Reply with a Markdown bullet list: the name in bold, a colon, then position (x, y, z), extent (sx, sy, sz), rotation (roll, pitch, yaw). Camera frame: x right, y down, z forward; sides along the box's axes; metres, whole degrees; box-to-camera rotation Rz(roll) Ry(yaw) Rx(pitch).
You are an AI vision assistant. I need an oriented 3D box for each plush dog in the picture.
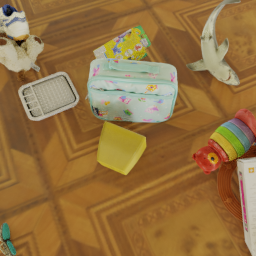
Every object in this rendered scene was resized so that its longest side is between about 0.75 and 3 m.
- **plush dog**: position (-4.033, -2.577, 9.745), extent (1.555, 1.453, 1.811), rotation (34, 38, 31)

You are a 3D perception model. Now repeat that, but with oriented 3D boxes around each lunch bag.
- **lunch bag**: position (0.076, -1.064, 8.284), extent (2.660, 2.133, 1.025), rotation (3, 62, 0)

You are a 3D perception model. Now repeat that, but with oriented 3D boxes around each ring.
- **ring**: position (3.580, 1.550, 7.636), extent (2.203, 0.211, 2.203), rotation (-2, 78, 12)

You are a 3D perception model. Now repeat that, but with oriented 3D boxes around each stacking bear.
- **stacking bear**: position (2.642, 0.475, 7.614), extent (1.833, 1.042, 1.113), rotation (-37, 91, -2)

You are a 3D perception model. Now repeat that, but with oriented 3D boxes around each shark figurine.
- **shark figurine**: position (3.079, -3.035, 9.739), extent (1.798, 3.009, 1.256), rotation (7, 17, 35)

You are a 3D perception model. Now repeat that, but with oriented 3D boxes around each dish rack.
- **dish rack**: position (-2.581, -1.010, 9.255), extent (1.719, 0.374, 1.475), rotation (-25, 65, -12)

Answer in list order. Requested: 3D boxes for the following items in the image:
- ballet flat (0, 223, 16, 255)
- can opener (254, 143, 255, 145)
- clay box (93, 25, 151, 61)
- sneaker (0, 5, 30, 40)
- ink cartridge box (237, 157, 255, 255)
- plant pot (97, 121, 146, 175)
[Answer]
- **ballet flat**: position (-3.204, 2.961, 7.277), extent (0.349, 0.315, 0.928), rotation (-33, 68, 7)
- **can opener**: position (4.800, 1.067, 7.905), extent (2.544, 0.846, 0.670), rotation (18, 32, 8)
- **clay box**: position (-0.167, -2.599, 9.497), extent (1.856, 0.442, 1.066), rotation (-27, 63, 8)
- **sneaker**: position (-4.328, -3.939, 10.113), extent (2.351, 1.036, 0.885), rotation (25, 36, 30)
- **ink cartridge box**: position (3.643, 2.138, 7.082), extent (1.362, 0.533, 2.876), rotation (-7, 91, 2)
- **plant pot**: position (-0.240, 0.662, 8.006), extent (1.218, 1.218, 1.074), rotation (21, 76, 10)
